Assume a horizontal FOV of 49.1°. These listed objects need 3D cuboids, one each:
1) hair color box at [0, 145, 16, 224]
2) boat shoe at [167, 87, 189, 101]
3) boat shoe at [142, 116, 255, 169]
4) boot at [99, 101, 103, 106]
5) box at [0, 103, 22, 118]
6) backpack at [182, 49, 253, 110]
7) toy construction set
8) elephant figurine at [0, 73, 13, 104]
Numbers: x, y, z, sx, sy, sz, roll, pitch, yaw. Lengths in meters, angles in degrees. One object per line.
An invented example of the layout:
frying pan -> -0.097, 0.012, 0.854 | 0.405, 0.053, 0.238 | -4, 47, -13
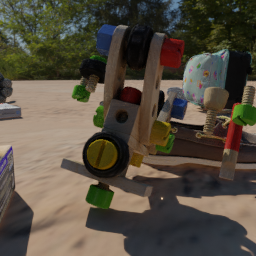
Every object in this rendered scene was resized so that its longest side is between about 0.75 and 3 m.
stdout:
hair color box -> -2.605, 0.720, 3.188 | 2.301, 0.746, 1.258 | -1, 11, -13
boat shoe -> 3.199, -1.790, 15.572 | 2.097, 0.756, 0.744 | 17, 9, 26
boat shoe -> 1.556, 0.212, 5.302 | 2.826, 0.841, 1.015 | 1, 12, 7
boot -> -0.529, -0.983, 12.223 | 1.371, 0.478, 0.903 | -14, 18, -13
box -> -5.045, -0.648, 10.600 | 1.405, 0.371, 1.802 | -9, 16, -39
backpack -> 3.556, -2.007, 11.992 | 2.179, 2.498, 2.842 | 1, 7, -12
toy construction set -> 0.400, 0.180, 4.145 | 2.888, 2.219, 2.408 | 18, -14, -8
elephant figurine -> -7.020, -1.943, 14.572 | 1.892, 1.725, 2.438 | 39, -18, -29
